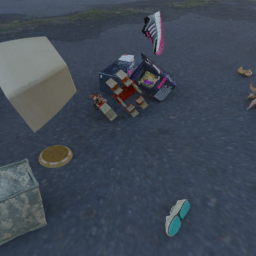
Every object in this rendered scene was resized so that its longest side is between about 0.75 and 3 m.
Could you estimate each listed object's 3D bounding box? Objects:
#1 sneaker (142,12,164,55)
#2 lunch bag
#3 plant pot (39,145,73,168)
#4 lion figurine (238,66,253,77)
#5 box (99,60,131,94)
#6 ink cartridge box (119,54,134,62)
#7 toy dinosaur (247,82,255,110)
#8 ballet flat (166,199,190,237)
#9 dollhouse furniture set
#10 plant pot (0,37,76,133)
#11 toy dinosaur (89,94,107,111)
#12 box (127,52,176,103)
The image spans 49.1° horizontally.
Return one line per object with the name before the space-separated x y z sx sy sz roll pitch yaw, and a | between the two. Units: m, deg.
sneaker | 1.012 -3.911 11.742 0.848 0.715 1.938 -5 77 15
lunch bag | -3.058 1.851 6.462 1.971 1.616 1.159 -19 44 -26
plant pot | -2.375 0.883 9.172 1.085 0.149 1.085 -1 34 0
lion figurine | 6.041 -2.917 14.565 0.626 0.370 1.022 -28 29 -23
box | -0.309 -2.363 13.138 1.337 0.964 1.802 18 38 24
ink cartridge box | -0.109 -3.775 15.711 0.642 0.372 0.890 11 36 16
toy dinosaur | 6.176 -1.437 11.802 2.561 1.099 1.736 -32 52 -30
ballet flat | 1.181 2.264 7.066 0.380 0.412 1.220 -9 19 41
dollhouse furniture set | -0.339 -1.167 10.949 1.718 1.737 0.895 -41 41 -1
plant pot | -2.603 -1.399 7.895 1.705 1.923 1.926 -33 66 -13
toy dinosaur | -1.228 -1.154 11.646 0.516 0.685 1.010 -15 38 -20
box | 0.980 -2.170 12.032 1.906 1.011 1.165 32 26 -21
